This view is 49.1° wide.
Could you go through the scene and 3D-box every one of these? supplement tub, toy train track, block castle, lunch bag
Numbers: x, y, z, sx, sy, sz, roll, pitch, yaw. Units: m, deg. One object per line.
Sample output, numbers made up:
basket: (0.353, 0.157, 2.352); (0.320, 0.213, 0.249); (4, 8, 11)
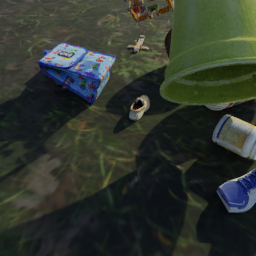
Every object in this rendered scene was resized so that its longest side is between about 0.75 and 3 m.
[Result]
supplement tub: (3.541, -1.589, 9.194); (2.278, 1.599, 1.599); (-17, 43, -19)
toy train track: (0.540, -4.039, 13.147); (0.985, 0.279, 1.718); (8, 40, 9)
block castle: (0.713, -4.289, 9.406); (1.567, 1.047, 0.735); (-9, 74, 25)
supplement tub: (3.020, 0.252, 7.571); (1.212, 0.875, 0.875); (30, 49, 30)
lunch bag: (-1.846, -2.140, 9.786); (2.320, 1.092, 1.747); (23, 42, -1)

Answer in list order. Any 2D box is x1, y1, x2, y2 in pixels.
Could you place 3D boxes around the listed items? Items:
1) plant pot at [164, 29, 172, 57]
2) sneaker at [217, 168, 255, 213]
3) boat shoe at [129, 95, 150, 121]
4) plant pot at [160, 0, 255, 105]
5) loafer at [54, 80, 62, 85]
plant pot: (2.356, -2.666, 10.605); (1.804, 1.804, 1.930); (0, 57, 0)
sneaker: (3.056, 1.097, 6.338); (2.035, 1.175, 0.822); (-11, 40, -13)
boat shoe: (0.403, -0.756, 9.110); (0.466, 0.437, 1.264); (13, 42, 15)
plant pot: (2.183, -2.241, 6.831); (2.956, 2.956, 2.718); (-2, 79, -2)
loafer: (-2.479, -2.738, 11.029); (0.956, 0.836, 2.659); (-15, 40, 10)
